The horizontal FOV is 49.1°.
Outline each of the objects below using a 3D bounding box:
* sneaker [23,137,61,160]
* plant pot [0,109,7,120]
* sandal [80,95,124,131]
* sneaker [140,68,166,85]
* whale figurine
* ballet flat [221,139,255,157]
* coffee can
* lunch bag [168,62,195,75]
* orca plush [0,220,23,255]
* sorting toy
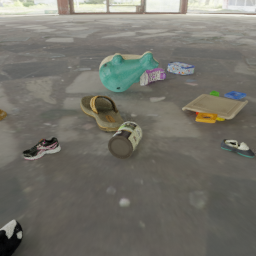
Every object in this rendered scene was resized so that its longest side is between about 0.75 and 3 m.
[{"bbox_3d":[-2.030,0.432,6.530,0.876,0.378,0.352,-19,31,-32],"label":"sneaker"},{"bbox_3d":[-4.189,-0.389,8.441,0.996,0.137,0.996,0,26,0],"label":"plant pot"},{"bbox_3d":[-0.761,-0.605,8.314,0.929,0.625,2.314,-11,29,-22],"label":"sandal"},{"bbox_3d":[1.038,-2.165,11.454,1.009,0.641,1.769,7,27,7],"label":"sneaker"},{"bbox_3d":[0.005,-1.977,9.987,2.153,1.713,1.117,-12,63,24],"label":"whale figurine"},{"bbox_3d":[2.592,0.450,6.612,0.799,0.292,0.292,19,32,33],"label":"ballet flat"},{"bbox_3d":[-0.051,0.277,6.598,0.591,0.591,0.808,8,27,16],"label":"coffee can"},{"bbox_3d":[2.426,-2.760,12.859,0.912,0.430,1.138,-19,33,-36],"label":"lunch bag"},{"bbox_3d":[-1.783,1.805,3.573,0.553,0.819,1.556,43,7,2],"label":"orca plush"},{"bbox_3d":[2.671,-0.597,8.616,1.587,0.384,2.818,14,29,34],"label":"sorting toy"}]
